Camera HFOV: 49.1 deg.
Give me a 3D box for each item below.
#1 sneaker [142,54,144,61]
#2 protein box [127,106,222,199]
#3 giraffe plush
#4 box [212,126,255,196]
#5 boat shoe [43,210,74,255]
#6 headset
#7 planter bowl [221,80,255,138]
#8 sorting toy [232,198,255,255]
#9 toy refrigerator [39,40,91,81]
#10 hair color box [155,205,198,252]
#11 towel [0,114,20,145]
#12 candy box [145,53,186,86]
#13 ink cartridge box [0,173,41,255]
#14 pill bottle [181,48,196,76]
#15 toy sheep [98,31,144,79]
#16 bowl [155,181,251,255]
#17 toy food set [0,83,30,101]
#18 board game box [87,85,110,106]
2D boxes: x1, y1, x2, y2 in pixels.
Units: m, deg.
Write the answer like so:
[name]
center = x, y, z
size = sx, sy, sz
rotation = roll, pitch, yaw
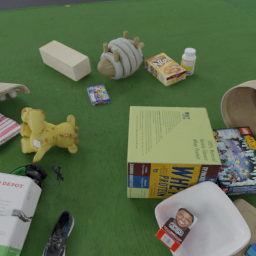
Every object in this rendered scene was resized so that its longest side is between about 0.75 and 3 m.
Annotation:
[sneaker]
center = -0.196, -3.849, 14.824
size = 2.120, 0.915, 0.823
rotation = -2, 42, -2
[protein box]
center = 1.304, 0.756, 9.093
size = 2.582, 1.742, 2.563
rotation = 1, 42, 1
[giraffe plush]
center = -2.690, 0.201, 10.002
size = 1.721, 1.831, 2.122
rotation = -5, 27, -38
[box]
center = 3.690, 1.038, 9.607
size = 1.820, 0.530, 2.659
rotation = -5, 41, 0
[boat shoe]
center = -1.872, 2.991, 7.519
size = 0.586, 0.555, 1.676
rotation = 10, 43, 11
[headset]
center = -3.013, 1.587, 8.778
size = 2.040, 0.959, 1.260
rotation = -6, 42, 10
[planter bowl]
center = 4.892, -0.745, 10.222
size = 1.614, 2.399, 2.399
rotation = -31, 50, -26
[sorting toy]
center = 3.715, 2.775, 7.917
size = 2.532, 0.339, 1.887
rotation = -34, 52, -31
[toy refrigerator]
center = -3.231, -3.457, 14.394
size = 2.783, 0.974, 1.056
rotation = 31, 57, 31
[hair color box]
center = 1.307, 2.615, 7.390
size = 0.622, 0.375, 1.226
rotation = 37, 31, 19
[towel]
center = -5.761, 0.079, 10.908
size = 2.825, 0.423, 2.067
rotation = 24, 45, 24
[candy box]
center = 1.843, -2.978, 14.094
size = 1.165, 0.558, 2.018
rotation = -23, 47, -18
[ink cartridge box]
center = -3.485, 2.402, 7.436
size = 1.623, 0.937, 2.222
rotation = 8, 60, 9
[pill bottle]
center = 3.021, -3.314, 13.998
size = 0.693, 1.229, 0.693
rotation = 0, 42, 0
[toy sheep]
center = -0.250, -3.462, 13.607
size = 2.970, 2.048, 2.048
rotation = -34, 52, -23
[bowl]
center = 1.958, 2.657, 7.506
size = 2.027, 0.758, 2.030
rotation = -25, 45, -3
[toy food set]
center = -5.853, -1.097, 11.644
size = 2.087, 0.878, 2.908
rotation = 11, 33, 41
[board game box]
center = -1.360, -1.514, 12.771
size = 0.811, 0.206, 1.198
rotation = -11, 43, -12
